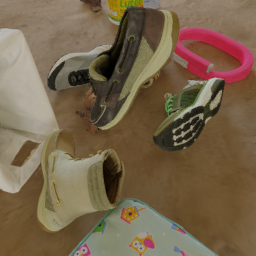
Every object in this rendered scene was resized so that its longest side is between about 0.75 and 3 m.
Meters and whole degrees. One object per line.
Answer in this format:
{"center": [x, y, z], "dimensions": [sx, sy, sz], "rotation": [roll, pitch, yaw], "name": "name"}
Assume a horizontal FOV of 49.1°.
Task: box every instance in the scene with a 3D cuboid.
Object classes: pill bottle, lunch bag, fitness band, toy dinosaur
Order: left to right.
{"center": [-0.945, -0.657, 7.485], "dimensions": [1.094, 0.693, 1.614], "rotation": [-49, 28, 12], "name": "toy dinosaur"}
{"center": [-0.086, -5.289, 10.439], "dimensions": [1.399, 2.519, 1.399], "rotation": [0, 47, 0], "name": "pill bottle"}
{"center": [0.273, 2.444, 4.328], "dimensions": [2.489, 0.959, 1.996], "rotation": [30, 56, 25], "name": "lunch bag"}
{"center": [2.698, -2.491, 9.219], "dimensions": [2.033, 0.530, 2.831], "rotation": [-29, 55, -25], "name": "fitness band"}

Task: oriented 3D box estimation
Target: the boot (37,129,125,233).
{"center": [-0.913, 0.723, 5.477], "dimensions": [1.717, 0.800, 2.220], "rotation": [-28, 47, 27], "name": "boot"}

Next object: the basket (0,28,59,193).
{"center": [-2.906, -0.362, 5.694], "dimensions": [1.771, 2.870, 1.946], "rotation": [13, 49, 18], "name": "basket"}

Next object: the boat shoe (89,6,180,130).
{"center": [-0.174, -0.729, 3.753], "dimensions": [0.715, 2.176, 0.777], "rotation": [14, 55, -23], "name": "boat shoe"}

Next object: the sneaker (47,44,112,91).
{"center": [-1.173, -1.703, 8.237], "dimensions": [2.515, 0.929, 0.997], "rotation": [-27, 57, -24], "name": "sneaker"}

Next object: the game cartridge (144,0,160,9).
{"center": [0.725, -5.396, 12.118], "dimensions": [1.248, 0.255, 0.830], "rotation": [-6, 44, -5], "name": "game cartridge"}

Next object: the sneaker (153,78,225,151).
{"center": [1.356, -0.436, 7.141], "dimensions": [1.256, 1.090, 2.834], "rotation": [21, 44, 36], "name": "sneaker"}

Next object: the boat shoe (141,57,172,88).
{"center": [0.378, -1.600, 8.152], "dimensions": [2.778, 1.028, 0.922], "rotation": [-28, 79, -35], "name": "boat shoe"}

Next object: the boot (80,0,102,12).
{"center": [-1.607, -5.308, 11.996], "dimensions": [0.978, 0.337, 1.049], "rotation": [-3, 52, 0], "name": "boot"}
